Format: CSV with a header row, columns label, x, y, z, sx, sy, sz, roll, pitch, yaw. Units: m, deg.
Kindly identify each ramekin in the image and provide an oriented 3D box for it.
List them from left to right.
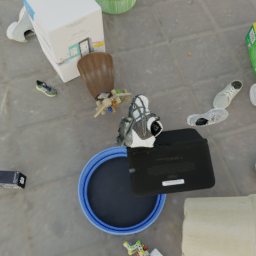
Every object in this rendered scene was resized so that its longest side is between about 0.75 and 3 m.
label,x,y,z,sx,sy,sz,roll,pitch,yaw
ramekin,-0.638,-6.550,13.229,2.355,1.150,2.355,0,66,0

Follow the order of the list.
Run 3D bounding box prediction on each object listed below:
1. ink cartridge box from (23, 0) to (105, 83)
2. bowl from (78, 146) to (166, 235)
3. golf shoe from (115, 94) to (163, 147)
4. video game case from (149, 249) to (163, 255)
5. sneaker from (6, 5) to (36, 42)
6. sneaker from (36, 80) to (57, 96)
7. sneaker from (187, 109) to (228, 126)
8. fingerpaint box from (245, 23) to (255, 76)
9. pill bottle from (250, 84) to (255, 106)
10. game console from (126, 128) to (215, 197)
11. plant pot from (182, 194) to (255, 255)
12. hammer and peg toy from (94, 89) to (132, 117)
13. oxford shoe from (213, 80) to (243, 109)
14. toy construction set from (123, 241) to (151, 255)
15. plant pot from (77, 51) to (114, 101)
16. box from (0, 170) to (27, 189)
label,x,y,z,sx,sy,sz,roll,pitch,yaw
ink cartridge box,-2.345,-3.752,10.987,2.124,2.908,2.134,-31,69,-14
bowl,-0.188,2.100,9.620,2.981,0.585,2.981,0,66,0
golf shoe,0.538,-0.188,9.572,1.349,1.110,2.856,13,37,7
video game case,0.941,5.014,8.491,1.883,0.223,1.714,42,72,17
sneaker,-4.472,-4.732,12.696,0.994,0.818,2.161,26,75,3
sneaker,-3.350,-1.627,11.401,1.032,0.418,0.381,24,68,10
sneaker,2.465,-0.240,8.503,1.233,0.505,0.461,-15,110,1
fingerpaint box,6.444,-3.088,11.746,2.246,0.988,2.692,-3,66,-1
pill bottle,5.738,-1.376,11.033,1.561,0.876,0.876,-5,66,-3
game console,1.318,1.063,9.566,2.649,1.541,2.329,-7,75,0
plant pot,2.855,3.070,8.316,2.405,2.628,2.628,3,65,14
hammer and peg toy,-0.660,-0.946,10.271,1.147,1.560,0.550,-32,82,30
oxford shoe,4.021,-1.367,11.261,0.619,0.475,1.646,43,74,14
toy construction set,0.322,3.996,8.709,0.686,0.482,1.046,-6,52,-22
plant pot,-1.129,-1.907,10.985,1.469,1.469,1.571,-14,71,-6
box,-4.027,1.780,9.655,0.772,0.778,0.480,3,66,1
